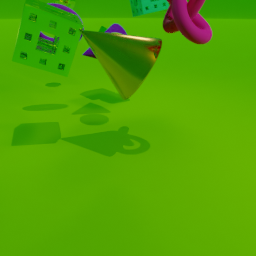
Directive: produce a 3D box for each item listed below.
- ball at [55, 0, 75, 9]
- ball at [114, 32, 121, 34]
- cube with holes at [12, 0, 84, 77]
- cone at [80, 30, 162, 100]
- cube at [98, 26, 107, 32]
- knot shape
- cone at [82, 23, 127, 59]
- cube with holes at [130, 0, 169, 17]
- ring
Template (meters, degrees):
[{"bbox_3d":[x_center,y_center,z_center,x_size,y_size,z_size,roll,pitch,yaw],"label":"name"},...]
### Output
[{"bbox_3d":[-2.396,-4.870,10.703,0.762,0.762,0.762,0,24,0],"label":"ball"},{"bbox_3d":[-0.352,-2.085,7.601,0.962,0.962,0.962,0,24,0],"label":"ball"},{"bbox_3d":[-1.792,-2.030,6.224,1.173,1.173,1.173,13,26,-24],"label":"cube with holes"},{"bbox_3d":[-0.344,-1.634,5.927,1.533,1.527,1.527,29,18,-16],"label":"cone"},{"bbox_3d":[-0.622,-3.020,10.581,1.039,1.039,1.039,41,17,33],"label":"cube"},{"bbox_3d":[1.043,-2.402,5.410,0.778,1.683,1.575,-18,14,1],"label":"knot shape"},{"bbox_3d":[-0.796,-2.351,8.413,1.284,1.279,1.279,-23,32,-26],"label":"cone"},{"bbox_3d":[0.620,-4.056,8.739,0.882,0.882,0.882,-19,21,-16],"label":"cube with holes"},{"bbox_3d":[-2.148,-2.965,8.317,1.654,1.654,0.331,-2,63,-6],"label":"ring"}]
